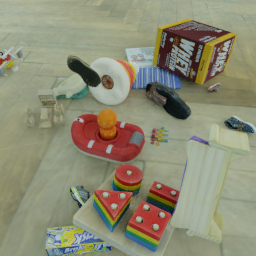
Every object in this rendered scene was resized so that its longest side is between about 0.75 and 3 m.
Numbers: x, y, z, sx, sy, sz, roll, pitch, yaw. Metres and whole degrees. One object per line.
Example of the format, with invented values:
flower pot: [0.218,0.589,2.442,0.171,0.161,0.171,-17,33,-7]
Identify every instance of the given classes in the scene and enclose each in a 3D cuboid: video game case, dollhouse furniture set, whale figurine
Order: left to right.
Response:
dollhouse furniture set: [-3.216,-0.630,11.121,1.389,0.984,1.512,-4,63,-4]
whale figurine: [-2.475,-1.641,12.201,1.699,0.881,1.351,-21,44,12]
video game case: [0.956,-3.708,14.712,1.973,0.234,1.796,-5,45,-6]

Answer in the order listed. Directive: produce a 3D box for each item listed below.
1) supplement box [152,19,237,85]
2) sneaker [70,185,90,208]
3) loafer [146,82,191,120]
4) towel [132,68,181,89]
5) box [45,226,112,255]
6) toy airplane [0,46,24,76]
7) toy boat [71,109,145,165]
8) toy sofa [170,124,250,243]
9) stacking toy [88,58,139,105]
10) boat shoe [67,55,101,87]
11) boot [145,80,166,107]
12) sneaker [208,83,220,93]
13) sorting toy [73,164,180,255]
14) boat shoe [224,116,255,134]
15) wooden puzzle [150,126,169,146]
supplement box: [3.134,-3.723,13.302,2.748,1.825,2.711,31,42,29]
sneaker: [-1.289,2.083,8.250,0.456,0.416,1.127,-23,48,-27]
loafer: [1.802,-1.242,11.585,0.890,0.896,2.461,-20,49,-29]
towel: [1.337,-2.350,13.312,2.280,0.272,1.651,0,44,2]
box: [-1.246,2.892,7.251,1.630,0.524,0.571,-4,42,-5]
toy airplane: [-5.730,-3.224,13.562,1.615,1.140,1.608,-34,29,11]
toy boat: [-0.707,0.065,9.514,2.554,1.669,1.667,13,44,14]
toy sofa: [1.985,1.337,6.997,1.332,2.730,1.131,13,23,16]
stacking toy: [-0.335,-2.330,12.305,1.990,1.990,2.723,19,32,20]
boat shoe: [-1.503,-2.005,9.645,0.565,1.494,0.552,-38,45,10]
boot: [1.215,-1.331,10.896,0.851,0.793,0.273,35,21,-2]
sneaker: [3.942,-1.778,12.677,0.752,0.290,0.308,-26,76,-27]
sorting toy: [0.178,2.017,7.488,2.347,0.822,2.361,22,33,17]
boat shoe: [4.232,-0.037,10.617,0.517,0.403,1.139,-25,41,-25]
wooden puzzle: [1.201,0.276,10.478,0.620,0.073,1.046,7,43,7]
